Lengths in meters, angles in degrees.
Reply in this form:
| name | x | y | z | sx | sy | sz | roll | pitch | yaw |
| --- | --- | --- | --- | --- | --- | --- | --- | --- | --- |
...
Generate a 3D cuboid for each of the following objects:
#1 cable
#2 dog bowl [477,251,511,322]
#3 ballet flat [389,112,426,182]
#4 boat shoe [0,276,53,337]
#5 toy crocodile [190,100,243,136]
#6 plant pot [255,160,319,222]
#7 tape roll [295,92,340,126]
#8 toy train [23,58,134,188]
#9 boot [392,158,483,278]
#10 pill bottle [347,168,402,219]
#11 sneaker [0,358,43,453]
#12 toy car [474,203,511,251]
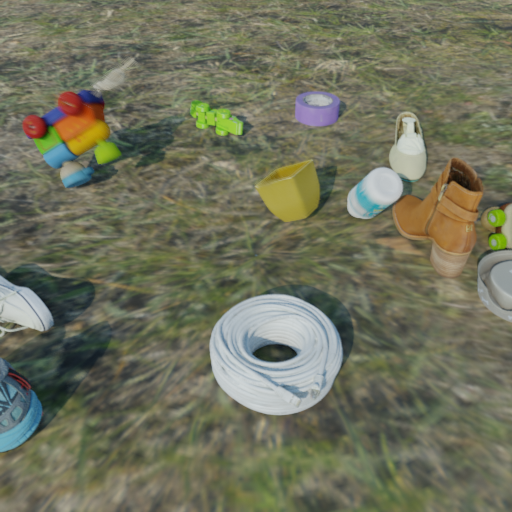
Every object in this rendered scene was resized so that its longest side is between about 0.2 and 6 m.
| name | x | y | z | sx | sy | sz | roll | pitch | yaw |
| --- | --- | --- | --- | --- | --- | --- | --- | --- | --- |
| cable | 0.269 | 1.258 | 7.427 | 1.737 | 0.601 | 1.737 | 18 | 41 | 24 |
| dog bowl | 4.064 | 0.500 | 8.530 | 1.415 | 0.415 | 1.415 | 0 | 38 | 0 |
| ballet flat | 3.257 | -2.431 | 11.996 | 0.777 | 0.777 | 2.238 | 6 | 39 | 7 |
| boat shoe | -3.697 | 0.754 | 8.021 | 1.767 | 0.653 | 0.753 | 23 | 44 | 29 |
| toy crocodile | -0.945 | -3.247 | 13.169 | 1.639 | 0.553 | 0.506 | 25 | 42 | 29 |
| plant pot | 0.654 | -1.113 | 10.116 | 0.847 | 0.867 | 0.842 | -8 | 25 | 39 |
| tape roll | 1.496 | -3.608 | 13.712 | 1.067 | 0.453 | 1.067 | 0 | 39 | 0 |
| toy train | -2.994 | -2.414 | 10.556 | 2.526 | 1.462 | 1.069 | -25 | 8 | 19 |
| boot | 2.969 | -0.883 | 9.264 | 0.824 | 1.668 | 2.149 | -4 | 38 | -5 |
| pill bottle | 2.017 | -1.044 | 9.822 | 0.640 | 1.156 | 0.640 | 4 | 74 | -14 |
| sneaker | -3.867 | 1.739 | 6.284 | 2.589 | 1.237 | 1.027 | -14 | 40 | -17 |
| toy car | 4.227 | -0.534 | 9.806 | 0.846 | 0.812 | 1.029 | -9 | 10 | -17 |
